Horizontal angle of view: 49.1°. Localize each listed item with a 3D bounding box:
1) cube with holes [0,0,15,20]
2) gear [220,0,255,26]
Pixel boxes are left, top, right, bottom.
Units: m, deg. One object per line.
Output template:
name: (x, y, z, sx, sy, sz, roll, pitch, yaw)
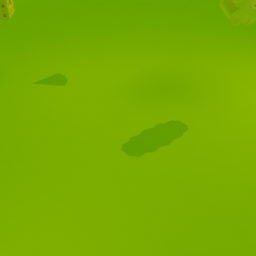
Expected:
cube with holes: (-3.805, -3.664, 8.098, 0.755, 0.755, 0.755, -1, 42, -9)
gear: (2.568, -2.617, 4.963, 1.842, 1.842, 0.341, -20, 73, -24)
